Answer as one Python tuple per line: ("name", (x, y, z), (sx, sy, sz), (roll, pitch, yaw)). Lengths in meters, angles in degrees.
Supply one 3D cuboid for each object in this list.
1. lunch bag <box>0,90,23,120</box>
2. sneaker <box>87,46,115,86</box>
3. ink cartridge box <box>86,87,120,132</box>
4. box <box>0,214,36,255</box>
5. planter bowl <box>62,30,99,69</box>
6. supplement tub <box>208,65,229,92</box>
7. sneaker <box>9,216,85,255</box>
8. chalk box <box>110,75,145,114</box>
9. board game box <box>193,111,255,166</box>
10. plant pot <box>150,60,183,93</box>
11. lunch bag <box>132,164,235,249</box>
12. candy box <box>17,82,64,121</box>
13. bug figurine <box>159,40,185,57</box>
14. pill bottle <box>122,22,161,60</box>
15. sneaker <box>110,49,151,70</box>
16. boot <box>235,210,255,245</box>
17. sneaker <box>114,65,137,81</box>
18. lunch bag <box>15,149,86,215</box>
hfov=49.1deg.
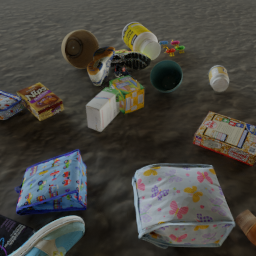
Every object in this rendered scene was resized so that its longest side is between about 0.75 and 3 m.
("lunch bag", (-5.432, -1.048, 11.931), (1.721, 0.650, 1.379), (20, 42, 21))
("sneaker", (-1.308, -3.103, 13.932), (0.918, 1.075, 2.438), (11, 50, 20))
("ink cartridge box", (-0.976, -0.758, 11.194), (0.671, 1.115, 1.534), (17, 43, 19))
("box", (-3.363, 2.927, 7.491), (1.435, 0.259, 1.026), (15, 42, 16))
("planter bowl", (-2.691, -4.227, 14.854), (1.958, 1.958, 1.318), (-24, 32, -26))
("supplement tub", (4.302, -2.337, 13.271), (0.856, 0.856, 1.184), (4, 41, 5))
("sneaker", (-1.842, 3.428, 6.264), (2.849, 1.133, 1.860), (-35, 48, -22))
("chalk box", (-0.162, -1.564, 12.226), (1.036, 1.042, 1.674), (-22, 44, -25))
("board game box", (3.762, 0.306, 10.389), (2.186, 0.506, 1.656), (22, 45, 23))
("plant pot", (1.835, -2.260, 12.932), (1.467, 0.988, 1.467), (-3, 80, 17))
("lunch bag", (1.316, 2.071, 7.601), (2.334, 1.484, 1.979), (4, 41, -11))
("candy box", (-3.823, -1.191, 12.151), (1.169, 0.565, 2.003), (-31, 47, -30))
("bug figurine", (2.581, -4.822, 16.557), (1.321, 0.438, 1.703), (-10, 41, -12))
("pill bottle", (0.780, -4.863, 15.816), (1.468, 1.468, 2.638), (-15, 42, -18))
("sneaker", (0.054, -3.787, 14.949), (2.457, 0.960, 1.110), (8, 37, 9))
("boot", (4.050, 2.638, 7.544), (1.847, 0.681, 1.429), (-28, 45, -12))
("sneaker", (-0.153, -2.666, 13.844), (0.561, 0.633, 1.497), (-31, 50, -32))
("lunch bag", (-2.409, 1.720, 8.512), (2.138, 1.006, 1.610), (-10, 43, 2))
